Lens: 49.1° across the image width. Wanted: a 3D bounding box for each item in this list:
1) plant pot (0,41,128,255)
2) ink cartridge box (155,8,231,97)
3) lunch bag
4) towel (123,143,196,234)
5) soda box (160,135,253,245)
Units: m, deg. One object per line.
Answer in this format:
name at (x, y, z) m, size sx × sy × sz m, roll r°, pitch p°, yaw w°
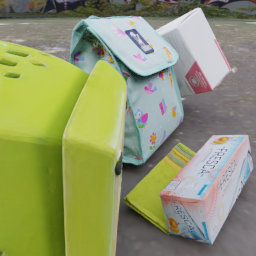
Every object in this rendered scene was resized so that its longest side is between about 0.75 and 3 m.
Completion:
plant pot at (-1.327, 0.489, 3.588) m, size 2.544 × 2.790 × 2.803 m, roll 5°, pitch 27°, yaw 0°
ink cartridge box at (1.249, -1.919, 8.189) m, size 1.137 × 1.953 × 2.682 m, roll -45°, pitch 21°, yaw -26°
lunch bag at (0.021, -1.002, 6.198) m, size 1.757 × 2.882 × 2.455 m, roll -1°, pitch 21°, yaw 32°
towel at (0.866, 0.969, 5.183) m, size 0.928 × 0.195 × 2.157 m, roll 31°, pitch 36°, yaw 21°
soda box at (1.405, 0.861, 4.645) m, size 0.696 × 0.748 × 2.188 m, roll -1°, pitch 22°, yaw 40°
